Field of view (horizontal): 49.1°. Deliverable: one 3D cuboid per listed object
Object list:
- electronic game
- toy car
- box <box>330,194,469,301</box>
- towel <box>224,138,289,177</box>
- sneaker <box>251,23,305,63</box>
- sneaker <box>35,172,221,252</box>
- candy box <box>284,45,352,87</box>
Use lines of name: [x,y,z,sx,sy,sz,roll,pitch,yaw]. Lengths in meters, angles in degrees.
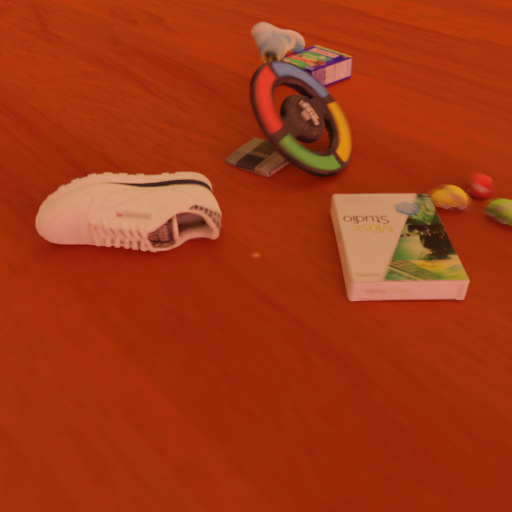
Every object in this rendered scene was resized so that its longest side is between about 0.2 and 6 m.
electronic game: [0.885,-2.581,10.479,2.458,0.511,2.458,20,56,-33]
toy car: [3.893,-0.949,9.467,1.460,0.326,1.374,-21,42,-30]
box: [2.088,-0.206,8.591,1.641,0.413,2.274,-1,40,-1]
towel: [0.108,-1.930,10.986,1.084,0.195,1.126,21,45,28]
sneaker: [0.618,-5.011,13.733,1.569,0.624,1.025,-1,70,-35]
sneaker: [-1.949,-0.570,8.636,2.809,1.073,1.131,-11,52,-9]
candy box: [1.450,-4.749,14.140,1.536,0.592,1.299,-29,45,-33]
